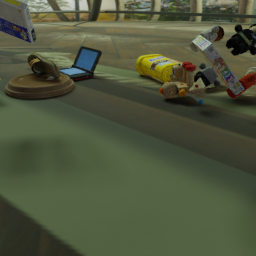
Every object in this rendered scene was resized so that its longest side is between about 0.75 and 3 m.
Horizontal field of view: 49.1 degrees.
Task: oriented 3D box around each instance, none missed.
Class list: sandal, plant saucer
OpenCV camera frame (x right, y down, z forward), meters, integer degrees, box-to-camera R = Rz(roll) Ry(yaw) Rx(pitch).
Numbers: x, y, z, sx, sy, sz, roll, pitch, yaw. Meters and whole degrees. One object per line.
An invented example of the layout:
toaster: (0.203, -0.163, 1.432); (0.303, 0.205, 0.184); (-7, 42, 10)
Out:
sandal: (-3.671, -2.519, 11.717); (0.626, 0.931, 2.318); (-40, 47, -24)
plant saucer: (-3.604, -1.832, 11.524); (2.809, 0.414, 2.809); (0, 24, 0)

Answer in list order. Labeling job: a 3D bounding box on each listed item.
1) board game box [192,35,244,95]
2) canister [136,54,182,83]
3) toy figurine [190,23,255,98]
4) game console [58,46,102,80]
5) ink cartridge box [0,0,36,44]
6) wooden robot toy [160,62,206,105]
board game box: (1.828, -1.288, 5.703); (0.207, 1.209, 0.813); (-39, 24, 17)
canister: (1.545, -2.759, 12.941); (1.538, 0.896, 2.071); (-13, 30, -26)
toy figurine: (3.810, -2.650, 10.695); (1.805, 2.595, 2.555); (-32, 34, -28)
game console: (-2.439, -3.146, 13.403); (1.710, 1.178, 1.984); (-18, 30, -34)
ink cartridge box: (-3.409, -3.156, 7.968); (1.395, 1.379, 0.328); (23, 68, 1)
wooden robot toy: (1.779, -1.683, 10.379); (1.351, 1.312, 2.978); (-13, 25, -2)
